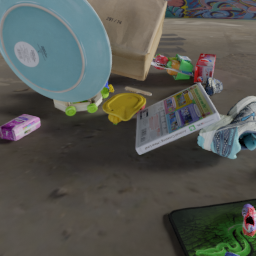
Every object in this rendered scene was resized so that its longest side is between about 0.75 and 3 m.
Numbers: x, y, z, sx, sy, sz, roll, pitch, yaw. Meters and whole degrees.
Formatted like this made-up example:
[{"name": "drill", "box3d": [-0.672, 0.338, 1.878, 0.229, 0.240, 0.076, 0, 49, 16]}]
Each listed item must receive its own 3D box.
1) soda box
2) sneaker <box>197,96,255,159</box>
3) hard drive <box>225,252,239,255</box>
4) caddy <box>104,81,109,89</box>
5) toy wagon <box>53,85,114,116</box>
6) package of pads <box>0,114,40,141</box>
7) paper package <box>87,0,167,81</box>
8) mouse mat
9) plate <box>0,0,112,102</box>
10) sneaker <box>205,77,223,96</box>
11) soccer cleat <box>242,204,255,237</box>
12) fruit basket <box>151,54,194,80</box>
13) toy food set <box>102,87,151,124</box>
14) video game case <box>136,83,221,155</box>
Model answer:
[{"name": "soda box", "box3d": [3.831, -2.990, 13.867, 0.819, 0.905, 2.584, 8, 28, 16]}, {"name": "sneaker", "box3d": [3.241, 0.065, 7.795, 2.855, 1.108, 1.232, -28, 46, -30]}, {"name": "hard drive", "box3d": [1.492, 2.678, 2.966, 1.666, 0.320, 2.526, 16, 33, 29]}, {"name": "caddy", "box3d": [-1.433, -1.870, 11.908, 1.277, 0.670, 0.903, 4, 5, 7]}, {"name": "toy wagon", "box3d": [-1.612, -1.209, 10.303, 2.219, 0.439, 1.721, -8, 49, -17]}, {"name": "package of pads", "box3d": [-3.257, -0.037, 8.453, 0.659, 0.414, 1.094, 9, 27, 23]}, {"name": "paper package", "box3d": [-0.329, -3.134, 9.110, 2.642, 1.367, 2.518, 16, 66, 7]}, {"name": "mouse mat", "box3d": [2.181, 1.966, 4.791, 2.565, 0.097, 2.064, -4, 26, -11]}, {"name": "plate", "box3d": [-1.599, -1.525, 5.431, 2.664, 2.664, 0.340, 9, 43, 17]}, {"name": "sneaker", "box3d": [3.620, -1.746, 11.702, 0.709, 0.641, 1.665, 11, 28, 12]}, {"name": "soccer cleat", "box3d": [2.224, 1.625, 5.112, 0.262, 0.300, 0.785, 10, 29, 20]}, {"name": "fruit basket", "box3d": [1.997, -3.205, 13.774, 2.287, 1.072, 2.118, 18, 24, -9]}, {"name": "toy food set", "box3d": [-0.027, -0.645, 9.429, 1.212, 0.673, 2.060, 15, 33, 23]}, {"name": "video game case", "box3d": [1.294, -0.362, 8.152, 2.266, 0.275, 2.490, -25, 22, 15]}]
